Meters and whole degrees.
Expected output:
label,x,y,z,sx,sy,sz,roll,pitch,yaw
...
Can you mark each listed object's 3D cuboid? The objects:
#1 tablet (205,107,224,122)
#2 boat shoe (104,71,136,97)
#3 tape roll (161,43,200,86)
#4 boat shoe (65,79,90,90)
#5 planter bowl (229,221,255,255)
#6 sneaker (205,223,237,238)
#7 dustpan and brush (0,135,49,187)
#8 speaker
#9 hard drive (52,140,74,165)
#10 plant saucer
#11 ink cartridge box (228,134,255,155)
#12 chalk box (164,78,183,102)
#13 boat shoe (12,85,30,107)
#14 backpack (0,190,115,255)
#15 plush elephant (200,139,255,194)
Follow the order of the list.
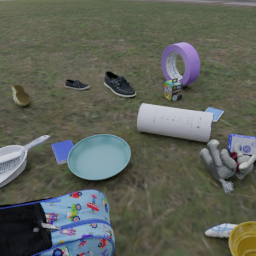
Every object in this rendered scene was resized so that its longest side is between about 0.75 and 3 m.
label,x,y,z,sx,sy,sz,roll,pitch,yaw
tablet,3.544,-0.572,11.769,0.686,0.072,1.054,19,36,27
boat shoe,-0.427,-2.223,13.732,0.870,0.772,2.328,-18,36,-26
tape roll,2.571,-3.115,13.899,0.688,2.096,2.096,-19,37,-27
boat shoe,-2.556,-2.181,14.021,1.318,0.410,0.492,11,32,14
planter bowl,2.847,2.768,5.953,1.452,0.605,1.452,0,31,0
sneaker,2.440,2.482,6.618,1.211,0.435,0.439,-5,58,5
dustpan and brush,-3.523,0.886,8.876,2.299,0.658,1.605,-24,38,-33
speaker,1.693,-0.206,10.238,2.655,1.078,1.078,9,33,14
hard drive,-2.140,0.805,9.515,0.697,0.134,1.057,-13,34,-20
plant saucer,-0.893,0.971,8.862,1.991,0.358,1.991,-3,39,3
ink cartridge box,4.541,0.625,8.886,2.502,0.553,1.176,6,4,15
chalk box,2.102,-1.843,12.895,0.636,1.019,0.632,-15,35,-23
boat shoe,-4.928,-1.386,12.766,0.627,0.541,1.720,-1,34,-38
backpack,-1.378,2.375,5.052,2.630,2.401,1.769,-9,41,-28
plush elephant,3.070,0.984,8.223,1.232,1.310,1.591,-20,65,-7
